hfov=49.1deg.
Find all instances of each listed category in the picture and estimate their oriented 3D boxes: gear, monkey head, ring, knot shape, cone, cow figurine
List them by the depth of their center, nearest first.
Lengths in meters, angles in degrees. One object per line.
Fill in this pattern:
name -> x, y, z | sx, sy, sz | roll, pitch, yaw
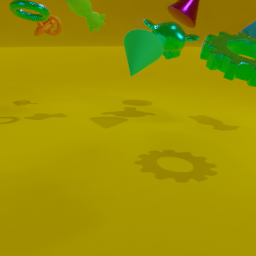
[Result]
gear -> 2.116, -1.263, 4.981 | 1.589, 0.294, 1.589 | 5, 39, -4
ring -> -2.698, -3.211, 7.705 | 1.069, 0.214, 1.069 | 6, -1, 0
cow figurine -> 4.060, -2.612, 7.779 | 0.884, 1.585, 1.611 | 21, 51, -29
cone -> 0.270, -1.918, 8.020 | 1.241, 1.241, 1.246 | 7, 59, 22
cow figurine -> -1.247, -3.430, 8.100 | 1.208, 0.674, 1.228 | 47, 5, 10
monkey head -> 1.308, -2.979, 9.094 | 1.843, 1.110, 1.326 | 16, 47, -4
cone -> 2.298, -4.559, 10.191 | 1.244, 1.248, 1.244 | 34, 8, -5
knot shape -> -2.934, -3.801, 10.336 | 1.014, 1.083, 0.501 | 9, -16, 5
